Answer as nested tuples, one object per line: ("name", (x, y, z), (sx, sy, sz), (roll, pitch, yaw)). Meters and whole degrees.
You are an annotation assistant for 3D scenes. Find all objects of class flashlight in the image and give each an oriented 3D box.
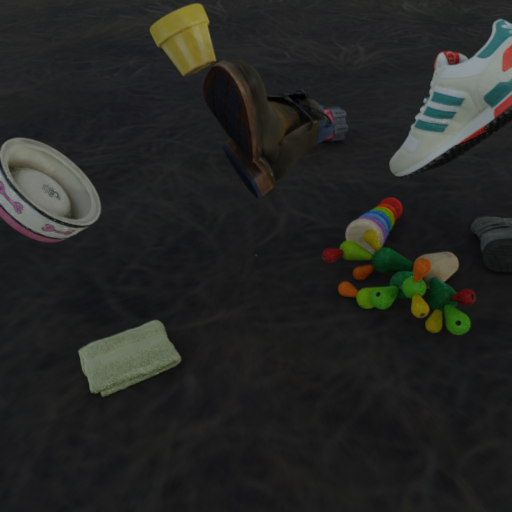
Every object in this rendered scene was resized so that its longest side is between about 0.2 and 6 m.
("flashlight", (1.045, -3.306, 14.643), (2.630, 0.890, 0.894), (-10, 37, -15))

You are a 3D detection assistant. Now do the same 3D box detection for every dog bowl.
("dog bowl", (-3.366, -0.974, 8.799), (0.657, 1.781, 1.781), (-40, 32, 21))

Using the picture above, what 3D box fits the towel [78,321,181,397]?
("towel", (-1.970, 1.551, 8.675), (1.417, 0.259, 1.052), (-18, 41, -22))

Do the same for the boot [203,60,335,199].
("boot", (0.312, -2.338, 9.030), (1.816, 3.748, 1.400), (-36, 78, -5))

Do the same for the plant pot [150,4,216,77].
("plant pot", (-1.220, -3.780, 9.964), (1.023, 0.963, 1.023), (-24, 14, 6))

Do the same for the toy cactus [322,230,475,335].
("toy cactus", (2.712, 0.280, 9.730), (2.246, 1.392, 2.721), (-19, 31, -38))

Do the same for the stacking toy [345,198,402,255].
("stacking toy", (2.480, -0.694, 11.387), (0.764, 0.764, 1.791), (19, 34, 24))

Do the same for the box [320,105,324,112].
("box", (1.056, -2.763, 11.715), (0.692, 0.698, 0.430), (-25, 33, -37))

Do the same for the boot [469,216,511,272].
("boot", (5.419, -0.285, 10.751), (2.384, 0.807, 1.557), (8, 32, 8))

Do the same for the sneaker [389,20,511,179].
("sneaker", (3.352, -2.585, 9.549), (1.129, 3.206, 1.499), (-20, 80, -36))
